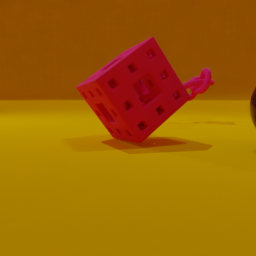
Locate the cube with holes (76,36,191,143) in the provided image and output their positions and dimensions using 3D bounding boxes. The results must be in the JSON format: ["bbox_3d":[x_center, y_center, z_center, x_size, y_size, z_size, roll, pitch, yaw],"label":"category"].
[{"bbox_3d":[0.057,-0.654,5.181,1.268,1.268,1.268,-41,17,-17],"label":"cube with holes"}]

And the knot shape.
[{"bbox_3d":[2.420,-1.503,9.540,1.357,0.627,1.270,-37,0,40],"label":"knot shape"}]

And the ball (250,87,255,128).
[{"bbox_3d":[2.473,-0.312,4.057,1.305,1.305,1.305,0,6,0],"label":"ball"}]
